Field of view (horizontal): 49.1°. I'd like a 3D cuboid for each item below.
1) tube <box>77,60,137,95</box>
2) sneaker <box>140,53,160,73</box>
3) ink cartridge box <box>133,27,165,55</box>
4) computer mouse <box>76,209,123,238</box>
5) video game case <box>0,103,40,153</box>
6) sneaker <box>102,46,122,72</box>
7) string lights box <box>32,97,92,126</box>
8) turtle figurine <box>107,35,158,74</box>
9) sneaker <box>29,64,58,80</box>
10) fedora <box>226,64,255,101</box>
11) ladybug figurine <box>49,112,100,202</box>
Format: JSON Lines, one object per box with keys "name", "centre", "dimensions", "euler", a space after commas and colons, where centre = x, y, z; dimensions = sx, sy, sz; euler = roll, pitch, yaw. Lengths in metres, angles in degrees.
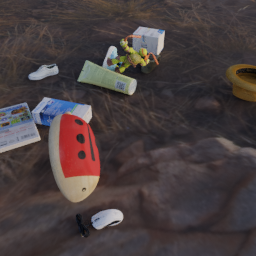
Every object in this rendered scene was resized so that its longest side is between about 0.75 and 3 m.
{"name": "tube", "centre": [-0.954, -2.214, 12.484], "dimensions": [2.753, 0.715, 0.799], "euler": [21, 46, 21]}
{"name": "sneaker", "centre": [0.839, -3.204, 13.685], "dimensions": [0.964, 0.643, 1.683], "euler": [19, 42, 22]}
{"name": "ink cartridge box", "centre": [1.086, -4.646, 14.975], "dimensions": [1.438, 1.040, 1.058], "euler": [16, 44, 17]}
{"name": "computer mouse", "centre": [-0.745, 2.455, 7.549], "dimensions": [1.254, 0.275, 0.688], "euler": [-14, 42, -16]}
{"name": "video game case", "centre": [-4.361, -0.063, 10.444], "dimensions": [1.644, 0.207, 2.296], "euler": [-19, 45, -19]}
{"name": "sneaker", "centre": [-0.682, -3.238, 13.722], "dimensions": [0.875, 0.790, 2.137], "euler": [16, 47, -4]}
{"name": "string lights box", "centre": [-2.492, -0.525, 10.671], "dimensions": [1.981, 0.584, 1.018], "euler": [11, 43, 12]}
{"name": "turtle figurine", "centre": [0.167, -2.940, 12.136], "dimensions": [1.903, 2.359, 0.760], "euler": [-19, 65, 31]}
{"name": "sneaker", "centre": [-3.998, -2.683, 13.168], "dimensions": [1.430, 0.506, 0.522], "euler": [-25, 47, -25]}
{"name": "fedora", "centre": [5.212, -1.799, 11.808], "dimensions": [2.443, 0.996, 2.443], "euler": [5, 39, -4]}
{"name": "ladybug figurine", "centre": [-1.416, 0.706, 7.788], "dimensions": [0.928, 1.751, 2.579], "euler": [-17, 76, 16]}
